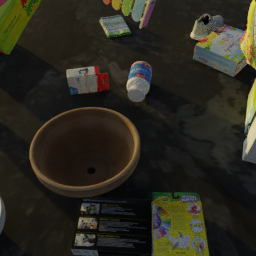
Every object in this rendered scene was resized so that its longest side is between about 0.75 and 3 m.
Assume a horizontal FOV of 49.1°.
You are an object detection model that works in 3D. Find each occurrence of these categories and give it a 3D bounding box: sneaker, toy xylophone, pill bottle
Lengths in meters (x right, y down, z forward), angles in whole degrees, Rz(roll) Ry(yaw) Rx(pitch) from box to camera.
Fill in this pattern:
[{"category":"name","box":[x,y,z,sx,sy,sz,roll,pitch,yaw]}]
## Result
[{"category":"sneaker","box":[2.413,-1.691,5.265,0.671,1.716,0.775,-36,45,-4]},{"category":"sneaker","box":[3.378,-4.330,11.508,0.723,0.878,1.909,36,58,26]},{"category":"toy xylophone","box":[-0.109,-4.586,8.556,0.728,2.123,2.899,-36,66,-30]},{"category":"pill bottle","box":[0.364,-1.506,9.175,0.749,0.749,1.334,6,50,5]}]

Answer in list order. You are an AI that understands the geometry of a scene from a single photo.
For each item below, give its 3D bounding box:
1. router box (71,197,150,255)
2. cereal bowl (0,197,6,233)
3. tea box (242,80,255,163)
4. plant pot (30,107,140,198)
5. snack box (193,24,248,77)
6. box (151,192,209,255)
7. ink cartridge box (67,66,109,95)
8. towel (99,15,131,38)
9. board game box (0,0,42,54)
[{"category":"router box","box":[-0.330,2.186,6.224,1.644,0.420,1.226,3,50,3]},{"category":"cereal bowl","box":[-3.503,2.113,6.099,1.706,0.711,1.706,0,49,0]},{"category":"tea box","box":[4.866,-0.377,7.409,2.897,1.936,2.850,14,50,12]},{"category":"plant pot","box":[-0.976,0.747,6.891,2.571,1.186,2.571,-1,44,1]},{"category":"snack box","box":[3.743,-2.952,10.440,1.733,0.696,2.055,34,59,27]},{"category":"box","box":[1.085,2.348,6.067,1.165,0.480,1.985,1,52,2]},{"category":"ink cartridge box","box":[-1.309,-1.579,9.232,1.292,0.750,0.434,-8,50,-7]},{"category":"towel","box":[-0.555,-4.385,11.992,1.058,0.218,1.418,-15,51,-11]},{"category":"board game box","box":[-2.470,-2.925,5.716,1.363,0.639,2.684,19,73,12]}]
